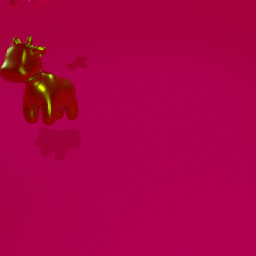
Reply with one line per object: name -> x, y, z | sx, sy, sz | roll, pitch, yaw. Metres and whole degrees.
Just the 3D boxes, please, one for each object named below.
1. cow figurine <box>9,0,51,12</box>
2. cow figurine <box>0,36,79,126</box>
cow figurine -> -2.615, -3.559, 7.218 | 1.213, 0.677, 1.233 | -18, 77, 5
cow figurine -> -1.573, -0.849, 5.233 | 0.871, 1.561, 1.586 | 5, 11, 27
